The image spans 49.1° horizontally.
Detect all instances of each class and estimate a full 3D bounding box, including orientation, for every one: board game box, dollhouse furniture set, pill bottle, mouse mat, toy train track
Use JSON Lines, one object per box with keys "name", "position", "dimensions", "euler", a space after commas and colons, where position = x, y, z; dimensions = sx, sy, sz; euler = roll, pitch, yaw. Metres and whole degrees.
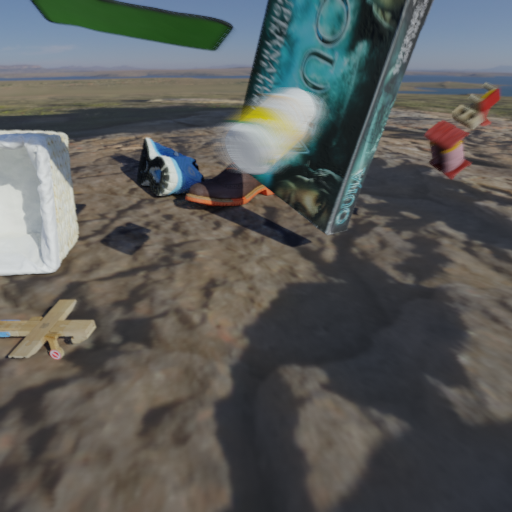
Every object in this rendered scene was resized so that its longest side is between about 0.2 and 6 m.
{"name": "board game box", "position": [1.118, -3.145, 10.112], "dimensions": [0.656, 4.657, 3.150], "euler": [-13, 42, -37]}
{"name": "dollhouse furniture set", "position": [4.130, -2.411, 10.867], "dimensions": [1.663, 0.895, 0.677], "euler": [-39, 50, -3]}
{"name": "pill bottle", "position": [0.206, -1.501, 6.565], "dimensions": [0.638, 0.638, 1.132], "euler": [16, 48, 35]}
{"name": "mouse mat", "position": [-1.415, -2.677, 6.425], "dimensions": [2.143, 0.081, 1.724], "euler": [7, 9, -13]}
{"name": "toy train track", "position": [-3.247, 1.093, 7.596], "dimensions": [2.278, 0.371, 1.306], "euler": [-1, 27, 13]}

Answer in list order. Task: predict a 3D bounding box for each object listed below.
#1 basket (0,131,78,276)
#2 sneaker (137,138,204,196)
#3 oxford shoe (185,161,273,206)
{"name": "basket", "position": [-4.717, -1.085, 10.315], "dimensions": [2.493, 2.471, 2.005], "euler": [0, 18, -1]}
{"name": "sneaker", "position": [-2.449, -2.411, 16.005], "dimensions": [1.490, 1.298, 3.312], "euler": [5, 23, -29]}
{"name": "oxford shoe", "position": [-0.492, -2.136, 14.656], "dimensions": [1.285, 1.309, 3.610], "euler": [15, 25, 34]}
